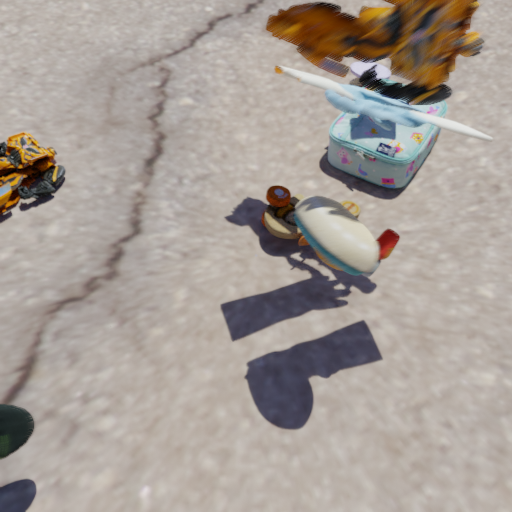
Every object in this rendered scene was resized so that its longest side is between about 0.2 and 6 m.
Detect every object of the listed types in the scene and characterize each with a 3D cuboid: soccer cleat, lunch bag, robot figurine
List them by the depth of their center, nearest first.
[{"bbox_3d":[-3.008,1.802,5.607,0.770,1.899,0.641,-27,68,30],"label":"soccer cleat"},{"bbox_3d":[1.527,-3.137,7.313,2.899,2.102,0.844,33,41,28],"label":"robot figurine"},{"bbox_3d":[-4.646,-1.427,10.082,2.308,0.672,1.673,-38,64,-25],"label":"robot figurine"},{"bbox_3d":[2.444,-2.389,10.678,1.815,0.872,2.263,28,58,19],"label":"lunch bag"}]

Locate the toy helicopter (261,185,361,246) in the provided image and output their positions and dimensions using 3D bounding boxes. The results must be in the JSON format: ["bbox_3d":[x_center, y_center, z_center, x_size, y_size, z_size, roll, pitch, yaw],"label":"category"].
[{"bbox_3d":[1.010,-0.637,9.532,1.771,0.698,1.171,-9,49,-19],"label":"toy helicopter"}]

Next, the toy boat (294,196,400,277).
[{"bbox_3d":[1.098,-0.118,6.614,1.433,0.666,1.205,13,31,-40],"label":"toy boat"}]

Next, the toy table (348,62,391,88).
[{"bbox_3d":[2.394,-3.749,11.929,0.856,0.501,0.787,31,59,22],"label":"toy table"}]

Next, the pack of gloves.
[{"bbox_3d":[1.377,-1.620,6.478,2.026,0.400,1.702,5,27,-27],"label":"pack of gloves"}]
